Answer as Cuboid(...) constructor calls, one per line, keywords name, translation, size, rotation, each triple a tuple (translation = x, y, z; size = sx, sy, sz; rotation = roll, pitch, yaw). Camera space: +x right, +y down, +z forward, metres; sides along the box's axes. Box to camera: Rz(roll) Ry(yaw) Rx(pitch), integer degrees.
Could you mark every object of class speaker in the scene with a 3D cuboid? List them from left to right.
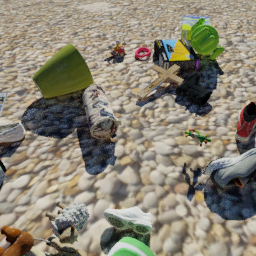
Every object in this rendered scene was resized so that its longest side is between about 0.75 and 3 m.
Cuboid(name="speaker", translation=(-0.393, 3.523, 5.558), size=(1.133, 1.133, 2.563), rotation=(21, 45, 23))

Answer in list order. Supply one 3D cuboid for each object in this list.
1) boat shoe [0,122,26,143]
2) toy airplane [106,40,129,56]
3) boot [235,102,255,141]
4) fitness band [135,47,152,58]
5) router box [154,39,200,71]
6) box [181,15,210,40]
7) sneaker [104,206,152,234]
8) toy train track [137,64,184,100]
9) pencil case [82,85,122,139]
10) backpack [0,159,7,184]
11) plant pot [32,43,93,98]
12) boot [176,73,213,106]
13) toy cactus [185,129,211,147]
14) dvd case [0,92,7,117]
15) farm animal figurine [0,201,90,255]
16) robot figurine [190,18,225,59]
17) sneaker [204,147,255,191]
Cuboid(name="boat shoe", translation=(-4.686, 0.166, 9.755), size=(2.037, 0.706, 0.721), rotation=(-14, 43, -16))
Cuboid(name="toy airplane", translation=(-0.557, -4.407, 15.061), size=(1.045, 0.741, 1.050), rotation=(9, 42, 12))
Cuboid(name="boot", translation=(4.434, -0.584, 10.139), size=(0.680, 1.355, 1.878), rotation=(17, 43, 19))
Cuboid(name="fitness band", translation=(0.823, -4.061, 15.093), size=(0.788, 0.205, 1.097), rotation=(12, 41, 17))
Cuboid(name="router box", translation=(2.428, -3.793, 14.422), size=(1.825, 0.625, 2.446), rotation=(-4, 41, -5))
Cuboid(name="box", translation=(4.172, -6.262, 17.293), size=(1.703, 0.666, 2.793), rotation=(7, 42, 7))
Cuboid(name="sneaker", translation=(0.023, 2.354, 7.453), size=(1.317, 0.513, 0.654), rotation=(16, 36, 4))
Cuboid(name="toy train track", translation=(1.396, -1.986, 12.539), size=(1.593, 0.452, 2.777), rotation=(34, 57, 24))
Cuboid(name="pencil case", translation=(-1.047, -0.657, 10.508), size=(1.113, 0.968, 2.488), rotation=(-13, 42, -10))
Cuboid(name="backpack", translation=(-4.070, 1.453, 8.207), size=(0.812, 0.862, 1.056), rotation=(36, 57, 17))
Cuboid(name="plant pot", translation=(-2.868, -2.195, 11.855), size=(2.094, 1.959, 1.959), rotation=(-33, 49, -14))
Cuboid(name="boot", translation=(2.982, -1.667, 11.982), size=(1.325, 0.598, 1.617), rotation=(30, 56, 33))
Cuboid(name="toy cactus", translation=(2.180, 0.294, 9.027), size=(0.926, 0.474, 0.764), rotation=(33, 13, 30))
Cuboid(name="dvd case", translation=(-5.703, -0.904, 11.436), size=(1.227, 0.151, 1.720), rotation=(-7, 41, -6))
Cuboid(name="farm animal figurine", translation=(-1.647, 3.172, 5.450), size=(1.464, 2.807, 2.776), rotation=(17, 15, 22))
Cuboid(name="robot figurine", translation=(3.943, -4.480, 14.331), size=(2.072, 1.367, 2.362), rotation=(55, 21, 3))
Cuboid(name="sneaker", translation=(3.575, 1.257, 8.478), size=(2.412, 0.891, 0.956), rotation=(-17, 52, -10))
